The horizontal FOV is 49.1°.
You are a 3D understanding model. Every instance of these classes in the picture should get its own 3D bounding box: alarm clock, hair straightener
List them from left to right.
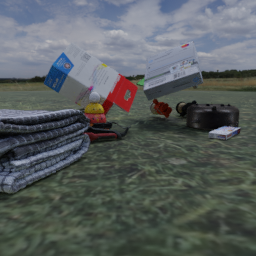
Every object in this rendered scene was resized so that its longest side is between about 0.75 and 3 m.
[{"bbox_3d":[-0.991,-0.034,8.403,2.280,0.466,0.877,-5,51,-25],"label":"hair straightener"},{"bbox_3d":[3.353,-0.533,11.243,1.969,0.972,2.919,2,7,12],"label":"alarm clock"}]

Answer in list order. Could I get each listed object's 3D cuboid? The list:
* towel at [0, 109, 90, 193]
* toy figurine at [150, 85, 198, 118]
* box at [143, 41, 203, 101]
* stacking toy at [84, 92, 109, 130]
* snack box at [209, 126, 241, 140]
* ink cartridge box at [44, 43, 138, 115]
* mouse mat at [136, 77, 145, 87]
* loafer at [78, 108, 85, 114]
[{"bbox_3d":[-2.433,0.208,5.863,2.339,1.209,2.825,3,10,22],"label":"towel"},{"bbox_3d":[2.263,-1.685,13.663,2.377,2.340,1.654,-3,7,-17],"label":"toy figurine"},{"bbox_3d":[1.806,-2.426,11.560,2.217,0.586,2.844,-16,37,19],"label":"box"},{"bbox_3d":[-1.115,-0.450,9.072,1.046,1.431,1.046,-1,10,0],"label":"stacking toy"},{"bbox_3d":[3.224,0.145,9.268,0.561,0.190,1.561,7,12,36],"label":"snack box"},{"bbox_3d":[-1.227,-1.536,10.012,2.938,0.988,1.707,32,43,-11],"label":"ink cartridge box"},{"bbox_3d":[1.684,-2.579,12.705,2.462,0.093,1.981,-39,27,-10],"label":"mouse mat"},{"bbox_3d":[-1.976,-0.947,14.395,1.786,0.622,0.671,-4,10,-22],"label":"loafer"}]
